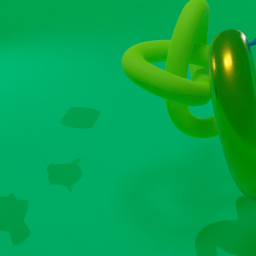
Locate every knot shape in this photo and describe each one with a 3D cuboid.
[{"bbox_3d":[0.868,-0.879,3.765,1.844,0.852,1.726,24,66,-27],"label":"knot shape"}]

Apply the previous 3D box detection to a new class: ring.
[{"bbox_3d":[1.060,-0.125,2.536,0.305,1.527,1.527,-12,26,28],"label":"ring"}]

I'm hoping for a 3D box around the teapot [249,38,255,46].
[{"bbox_3d":[3.784,-2.162,6.813,1.885,0.923,1.172,-2,64,-19],"label":"teapot"}]
